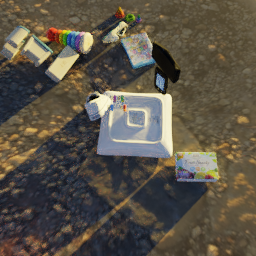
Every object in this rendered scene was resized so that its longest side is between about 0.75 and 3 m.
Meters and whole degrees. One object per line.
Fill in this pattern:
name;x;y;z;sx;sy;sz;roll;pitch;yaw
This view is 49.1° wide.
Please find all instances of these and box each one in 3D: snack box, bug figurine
snack box;2.488;1.419;10.241;1.441;0.382;1.025;1;64;0
bug figurine;-0.324;-0.803;9.340;0.781;0.201;0.606;-2;91;-38

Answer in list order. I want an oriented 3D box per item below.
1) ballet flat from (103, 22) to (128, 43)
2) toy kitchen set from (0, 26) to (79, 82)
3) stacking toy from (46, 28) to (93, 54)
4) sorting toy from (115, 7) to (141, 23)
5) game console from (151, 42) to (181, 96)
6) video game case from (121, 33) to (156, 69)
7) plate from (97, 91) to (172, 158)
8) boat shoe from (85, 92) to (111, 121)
ballet flat;-0.540;-4.397;13.100;0.535;0.535;1.541;33;68;15
toy kitchen set;-3.927;-3.257;12.370;2.603;2.085;1.533;40;65;-21
stacking toy;-2.751;-4.079;12.805;2.170;0.926;0.926;18;65;17
sorting toy;0.005;-5.562;13.669;1.379;0.475;0.478;22;65;11
game console;1.301;-1.946;10.197;0.286;2.370;1.398;-28;65;-12
video game case;0.536;-3.574;12.854;1.252;0.156;1.750;-18;65;-9
plate;0.319;-0.285;11.051;2.885;0.466;2.879;3;63;1
boat shoe;-1.190;-0.956;10.357;0.801;2.226;0.731;-25;108;14
